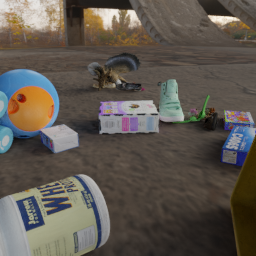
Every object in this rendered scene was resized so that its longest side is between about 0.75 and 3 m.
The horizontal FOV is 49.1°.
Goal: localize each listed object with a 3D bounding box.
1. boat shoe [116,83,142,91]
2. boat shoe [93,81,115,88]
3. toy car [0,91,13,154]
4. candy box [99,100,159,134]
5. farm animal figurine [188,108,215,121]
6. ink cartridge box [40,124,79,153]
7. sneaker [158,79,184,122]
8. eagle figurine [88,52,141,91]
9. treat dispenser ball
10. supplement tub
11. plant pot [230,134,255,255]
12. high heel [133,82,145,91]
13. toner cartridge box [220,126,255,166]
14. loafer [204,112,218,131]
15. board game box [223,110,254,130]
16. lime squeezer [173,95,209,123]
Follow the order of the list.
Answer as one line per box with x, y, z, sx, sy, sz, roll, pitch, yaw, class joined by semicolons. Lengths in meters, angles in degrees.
0.065;-2.301;15.327;1.440;0.481;0.410;3;-24;-4;boat shoe
-1.407;-2.596;16.367;1.331;0.461;0.491;-2;21;-4;boat shoe
-4.815;0.078;7.135;2.409;2.311;2.613;15;35;10;toy car
0.002;-0.431;10.198;2.056;0.736;1.725;-1;21;-2;candy box
2.847;-0.518;10.914;0.983;0.494;0.794;-3;1;2;farm animal figurine
-2.169;0.277;8.689;0.836;0.468;1.225;-15;27;-34;ink cartridge box
1.639;-1.134;11.051;0.899;1.440;2.442;-1;20;-3;sneaker
-0.762;-3.080;16.062;2.054;2.043;2.707;3;29;37;eagle figurine
-3.353;-0.775;9.039;2.200;2.200;2.200;0;21;0;treat dispenser ball
-1.276;1.510;4.300;1.706;1.237;1.237;-13;24;-32;supplement tub
3.188;1.035;3.920;2.433;2.758;2.758;15;23;8;plant pot
0.588;-2.335;15.724;0.882;0.424;0.297;13;25;31;high heel
3.398;0.490;8.164;0.960;0.436;2.021;11;23;26;toner cartridge box
3.023;-0.287;10.231;0.434;0.444;1.217;8;22;19;loafer
4.062;-0.274;10.378;0.956;0.318;1.421;6;21;15;board game box
2.524;-0.488;10.565;1.698;0.600;0.320;-37;26;1;lime squeezer
